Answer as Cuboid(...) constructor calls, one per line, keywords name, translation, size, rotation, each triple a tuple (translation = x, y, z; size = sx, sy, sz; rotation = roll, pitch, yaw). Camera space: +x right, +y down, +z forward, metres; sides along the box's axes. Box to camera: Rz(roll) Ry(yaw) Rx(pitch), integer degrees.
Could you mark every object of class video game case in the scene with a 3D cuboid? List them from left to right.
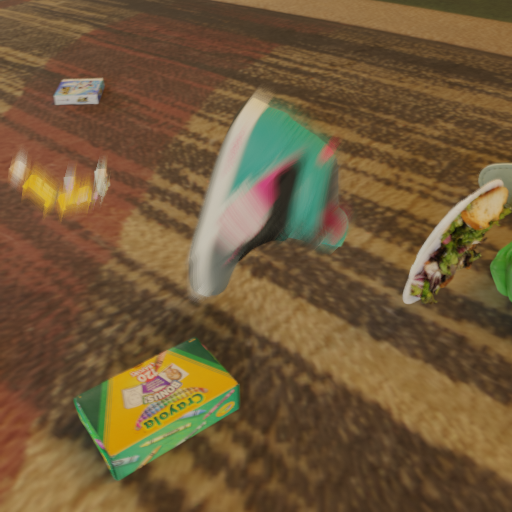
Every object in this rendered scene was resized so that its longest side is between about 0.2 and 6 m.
Cuboid(name="video game case", translation=(-4.613, -4.309, 14.657), size=(1.076, 0.270, 1.187), rotation=(-4, 37, -4))

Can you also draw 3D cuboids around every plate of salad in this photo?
Cuboid(name="plate of salad", translation=(2.669, -0.093, 7.364), size=(1.995, 1.995, 0.479), rotation=(-30, 58, -34))

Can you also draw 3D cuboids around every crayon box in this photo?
Cuboid(name="crayon box", translation=(-1.128, 1.714, 6.517), size=(1.634, 0.476, 0.970), rotation=(-24, 43, -28))

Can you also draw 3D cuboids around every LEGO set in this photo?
Cuboid(name="LEGO set", translation=(-2.577, -0.916, 7.444), size=(1.278, 0.588, 0.476), rotation=(6, 8, 2))

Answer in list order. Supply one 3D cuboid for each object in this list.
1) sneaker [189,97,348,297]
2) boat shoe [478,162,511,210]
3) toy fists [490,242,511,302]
Cuboid(name="sneaker", translation=(0.250, -0.377, 7.062), size=(1.699, 2.814, 1.177), rotation=(25, 35, 7))
Cuboid(name="boat shoe", translation=(5.286, -1.202, 10.123), size=(2.442, 0.871, 0.735), rotation=(18, 36, 14))
Cuboid(name="toy fists", translation=(4.823, 0.597, 7.546), size=(3.208, 1.103, 1.635), rotation=(29, 38, 34))
